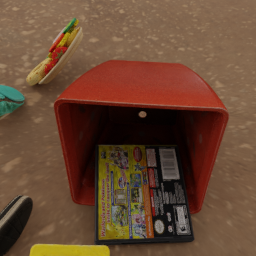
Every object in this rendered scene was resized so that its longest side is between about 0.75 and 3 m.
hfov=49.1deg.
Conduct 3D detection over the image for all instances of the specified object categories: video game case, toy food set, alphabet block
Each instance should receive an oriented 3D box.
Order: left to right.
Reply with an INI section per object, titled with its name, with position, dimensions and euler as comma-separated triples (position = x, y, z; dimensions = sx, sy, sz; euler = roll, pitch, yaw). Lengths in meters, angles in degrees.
[toy food set]
position = -2.365, -2.488, 9.355
dimensions = 0.593, 2.436, 2.412
euler = 37, 60, -25
[alphabet block]
position = -0.933, 2.507, 4.162
dimensions = 1.176, 1.204, 1.182
euler = 5, 50, -13
[video game case]
position = 0.284, 1.419, 6.384
dimensions = 2.071, 0.292, 2.291
euler = 1, 56, -7

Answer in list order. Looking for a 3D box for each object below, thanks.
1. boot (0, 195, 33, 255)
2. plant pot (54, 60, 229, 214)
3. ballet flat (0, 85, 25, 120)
[boot]
position = -3.318, 2.132, 5.747
dimensions = 1.786, 0.868, 2.372
euler = 20, 56, 18
[plant pot]
position = 0.287, -0.067, 6.545
dimensions = 2.978, 2.976, 2.625
euler = 3, 39, 3
[ballet flat]
position = -3.747, -0.655, 7.822
dimensions = 0.954, 2.833, 0.997
euler = 35, 93, -9
